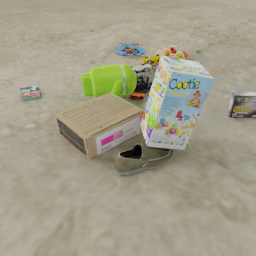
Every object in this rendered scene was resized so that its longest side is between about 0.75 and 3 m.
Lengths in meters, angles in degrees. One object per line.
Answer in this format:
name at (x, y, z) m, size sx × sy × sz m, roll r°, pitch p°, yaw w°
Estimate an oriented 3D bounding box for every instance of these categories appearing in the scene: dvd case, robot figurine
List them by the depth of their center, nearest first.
robot figurine at (-0.784, -2.084, 12.691) m, size 2.581 × 1.493 × 2.264 m, roll -9°, pitch 23°, yaw -8°
dvd case at (-4.652, -1.673, 13.340) m, size 0.875 × 0.132 × 1.199 m, roll -13°, pitch 37°, yaw -18°

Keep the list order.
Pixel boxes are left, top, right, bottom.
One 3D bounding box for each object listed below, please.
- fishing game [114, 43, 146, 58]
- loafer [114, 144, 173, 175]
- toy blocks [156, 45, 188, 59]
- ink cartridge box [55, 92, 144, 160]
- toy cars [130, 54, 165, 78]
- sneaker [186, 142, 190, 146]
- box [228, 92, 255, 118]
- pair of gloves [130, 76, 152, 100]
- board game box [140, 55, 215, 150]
fishing game at (0.119, -5.192, 18.292) m, size 2.008 × 0.436 × 2.804 m, roll 0°, pitch 34°, yaw -5°
loafer at (0.551, 0.895, 9.002) m, size 2.112 × 0.736 × 0.794 m, roll -17°, pitch 38°, yaw -23°
toy blocks at (2.894, -4.486, 16.971) m, size 1.626 × 0.708 × 1.951 m, roll 27°, pitch 43°, yaw 35°
ink cartridge box at (-0.993, -0.201, 10.335) m, size 2.590 × 0.973 × 2.134 m, roll -26°, pitch 41°, yaw -30°
toy cars at (1.035, -3.336, 15.398) m, size 1.283 × 0.634 × 2.862 m, roll 16°, pitch 40°, yaw 35°
sneaker at (1.833, 0.571, 9.889) m, size 0.758 × 0.284 × 0.378 m, roll -14°, pitch 37°, yaw -20°
box at (4.860, -0.939, 11.434) m, size 1.330 × 1.053 × 0.321 m, roll 0°, pitch 35°, yaw -1°
pair of gloves at (1.346, -1.934, 13.583) m, size 2.520 × 0.312 × 2.245 m, roll 0°, pitch 35°, yaw 6°
board game box at (1.427, -0.757, 8.870) m, size 1.351 × 2.576 × 1.327 m, roll 7°, pitch 33°, yaw -14°
